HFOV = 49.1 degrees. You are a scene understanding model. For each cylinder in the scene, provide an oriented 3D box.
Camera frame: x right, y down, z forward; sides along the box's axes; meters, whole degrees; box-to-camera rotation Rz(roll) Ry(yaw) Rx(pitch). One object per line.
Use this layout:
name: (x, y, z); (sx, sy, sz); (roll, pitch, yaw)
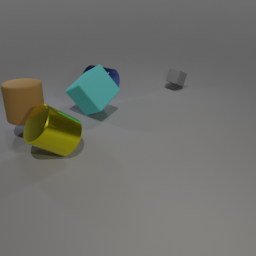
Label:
cylinder: (-2.504, 0.088, 9.380); (1.400, 1.400, 1.400); (29, 8, -42)
cylinder: (-3.839, -0.992, 10.362); (1.400, 1.400, 1.400); (0, 24, 0)
cylinder: (-1.352, -2.343, 13.997); (1.400, 1.400, 1.400); (17, 34, 26)

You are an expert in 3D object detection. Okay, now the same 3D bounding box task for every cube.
cube: (-1.490, -1.574, 11.860); (1.400, 1.400, 1.400); (-51, 23, -27)
cube: (2.543, -2.653, 14.681); (0.700, 0.700, 0.700); (10, 11, -47)
